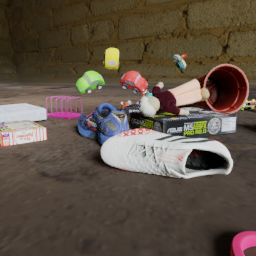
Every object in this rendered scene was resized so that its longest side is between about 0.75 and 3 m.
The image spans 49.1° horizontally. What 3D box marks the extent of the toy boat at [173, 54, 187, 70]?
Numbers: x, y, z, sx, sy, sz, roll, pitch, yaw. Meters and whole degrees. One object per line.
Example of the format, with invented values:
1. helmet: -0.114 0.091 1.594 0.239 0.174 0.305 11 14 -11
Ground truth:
1. toy boat: 1.910 -2.493 10.429 0.364 0.659 0.783 -37 -5 -13

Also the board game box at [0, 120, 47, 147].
1. board game box: -3.474 0.103 8.731 1.317 0.403 1.739 -8 15 -35

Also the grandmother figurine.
1. grandmother figurine: 1.367 -0.977 9.065 2.483 0.752 1.506 -21 49 -28

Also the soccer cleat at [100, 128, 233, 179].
1. soccer cleat: 0.742 0.544 5.587 2.643 0.907 1.126 5 9 2

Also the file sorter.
1. file sorter: -2.881 -0.969 12.630 1.430 0.897 0.993 7 14 31

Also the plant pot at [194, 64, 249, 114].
1. plant pot: 4.385 -1.886 14.207 2.354 2.354 2.290 -2 4 -12

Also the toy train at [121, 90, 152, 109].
1. toy train: 0.556 -1.221 13.914 1.362 0.504 1.814 13 -32 -37

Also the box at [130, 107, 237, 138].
1. box: 1.838 -0.220 9.677 2.892 0.640 2.316 -5 13 -24

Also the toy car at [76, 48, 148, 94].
1. toy car: -0.719 -1.774 9.289 2.147 0.509 2.282 -27 62 -21

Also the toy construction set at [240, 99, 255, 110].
1. toy construction set: 6.257 -1.200 14.040 1.663 0.766 1.091 19 -3 37

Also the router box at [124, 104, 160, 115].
1. router box: 0.734 -0.851 13.245 1.586 0.405 1.183 5 13 21

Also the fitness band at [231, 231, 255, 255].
1. fitness band: 1.540 1.455 2.882 0.858 0.224 1.195 -1 11 9

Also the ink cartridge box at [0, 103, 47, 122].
1. ink cartridge box: -5.085 -0.566 11.577 2.618 0.567 2.571 -11 16 -36

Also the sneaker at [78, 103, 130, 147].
1. sneaker: -0.703 -0.210 8.463 1.088 1.133 2.889 -6 14 -32
